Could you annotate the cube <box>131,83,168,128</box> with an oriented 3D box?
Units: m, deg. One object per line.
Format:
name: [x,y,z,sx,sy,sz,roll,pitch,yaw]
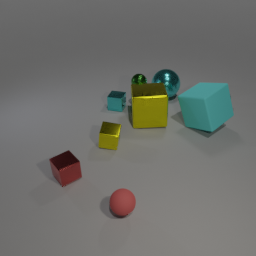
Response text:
cube: [0.856,-0.951,11.602,1.400,1.400,1.400,-3,31,0]

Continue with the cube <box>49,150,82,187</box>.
cube: [-1.937,1.254,8.733,0.700,0.700,0.700,-25,43,-30]

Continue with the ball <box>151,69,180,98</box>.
ball: [1.825,-2.139,13.537,1.400,1.400,1.400,0,32,0]

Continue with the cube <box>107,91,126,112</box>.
cube: [-0.509,-1.227,12.777,0.700,0.700,0.700,8,33,12]

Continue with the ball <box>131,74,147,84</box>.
ball: [0.484,-2.045,12.342,0.700,0.700,0.700,0,32,0]

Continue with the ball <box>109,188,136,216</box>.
ball: [-0.142,1.961,7.433,0.700,0.700,0.700,0,32,0]

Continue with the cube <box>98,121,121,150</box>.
cube: [-0.658,0.281,10.198,0.700,0.700,0.700,9,41,1]

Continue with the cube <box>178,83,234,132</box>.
cube: [3.063,-0.869,11.028,1.400,1.400,1.400,-32,25,-27]
